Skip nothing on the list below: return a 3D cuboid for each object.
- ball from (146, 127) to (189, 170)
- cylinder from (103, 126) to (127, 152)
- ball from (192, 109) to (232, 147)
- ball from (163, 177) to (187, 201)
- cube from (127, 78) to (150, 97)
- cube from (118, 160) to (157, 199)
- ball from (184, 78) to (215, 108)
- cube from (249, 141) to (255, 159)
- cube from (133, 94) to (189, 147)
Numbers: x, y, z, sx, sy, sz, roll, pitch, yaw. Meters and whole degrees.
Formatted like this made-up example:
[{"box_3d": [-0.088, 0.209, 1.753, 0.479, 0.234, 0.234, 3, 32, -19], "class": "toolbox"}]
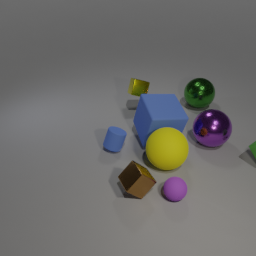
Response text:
[{"box_3d": [1.284, 0.677, 9.226, 1.400, 1.400, 1.400, 0, 32, 0], "class": "ball"}, {"box_3d": [-0.479, 0.399, 10.166, 0.700, 0.700, 0.700, 18, 20, -7], "class": "cylinder"}, {"box_3d": [3.090, 0.004, 10.306, 1.400, 1.400, 1.400, 0, 32, 0], "class": "ball"}, {"box_3d": [1.380, 1.775, 8.184, 0.700, 0.700, 0.700, 0, 32, 0], "class": "ball"}, {"box_3d": [0.459, -1.764, 12.272, 0.700, 0.700, 0.700, 10, 11, -17], "class": "cube"}, {"box_3d": [0.264, 1.520, 8.258, 0.700, 0.700, 0.700, 34, 10, -37], "class": "cube"}, {"box_3d": [3.277, -1.600, 12.855, 1.400, 1.400, 1.400, 0, 32, 0], "class": "ball"}, {"box_3d": [4.572, 0.681, 9.165, 0.700, 0.700, 0.700, -25, 84, -32], "class": "cube"}, {"box_3d": [1.154, -0.300, 10.365, 1.400, 1.400, 1.400, -2, 46, -19], "class": "cube"}]
